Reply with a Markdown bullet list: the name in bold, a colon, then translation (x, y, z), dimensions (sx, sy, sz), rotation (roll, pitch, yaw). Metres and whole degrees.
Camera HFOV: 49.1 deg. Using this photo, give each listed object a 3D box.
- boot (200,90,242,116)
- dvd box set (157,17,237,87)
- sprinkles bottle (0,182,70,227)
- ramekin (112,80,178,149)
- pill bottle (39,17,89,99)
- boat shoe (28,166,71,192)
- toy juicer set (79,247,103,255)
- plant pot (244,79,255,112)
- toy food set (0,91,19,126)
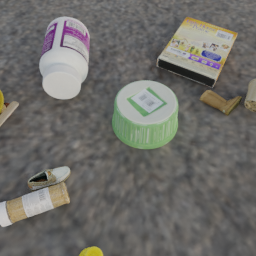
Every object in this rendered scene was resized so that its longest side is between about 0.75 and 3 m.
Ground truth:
- **boot**: translation (2.808, -0.890, 8.435), dimensions (0.971, 0.321, 0.851), rotation (37, 61, 26)
- **dvd box set**: translation (2.420, -2.707, 9.607), dimensions (2.000, 0.402, 2.733), rotation (24, 56, 12)
- **sprinkles bottle**: translation (-2.096, 1.691, 6.262), dimensions (1.512, 0.516, 0.516), rotation (-17, 54, -14)
- **ramekin**: translation (0.481, -0.438, 7.684), dimensions (1.881, 0.919, 1.881), rotation (0, 52, 0)
- **pill bottle**: translation (-1.954, -2.171, 8.739), dimensions (1.449, 1.449, 2.581), rotation (-2, 52, -2)
- **boat shoe**: translation (-1.889, 1.193, 6.759), dimensions (1.042, 0.356, 0.389), rotation (-26, 56, -19)
- **toy juicer set**: translation (-0.572, 3.410, 4.945), dimensions (1.428, 0.611, 2.245), rotation (26, 50, -3)
- **plant pot**: translation (3.812, -0.907, 8.226), dimensions (0.812, 0.812, 0.743), rotation (27, 67, 20)
- **toy food set**: translation (-3.963, -0.541, 8.018), dimensions (2.128, 0.695, 1.252), rotation (29, 81, 23)
